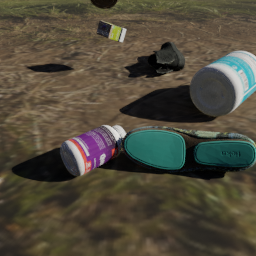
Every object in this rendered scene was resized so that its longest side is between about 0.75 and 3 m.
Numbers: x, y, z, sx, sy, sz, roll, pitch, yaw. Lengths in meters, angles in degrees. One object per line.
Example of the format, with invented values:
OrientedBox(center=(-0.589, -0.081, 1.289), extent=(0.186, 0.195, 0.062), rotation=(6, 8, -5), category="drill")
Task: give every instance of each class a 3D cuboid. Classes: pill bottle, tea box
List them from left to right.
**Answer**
OrientedBox(center=(-0.687, 0.421, 5.976), extent=(1.369, 0.770, 0.770), rotation=(-25, 39, -33), category="pill bottle")
OrientedBox(center=(-0.632, -3.636, 10.542), extent=(0.768, 0.522, 0.781), rotation=(-1, 27, -45), category="tea box")
OrientedBox(center=(3.082, -1.441, 8.392), extent=(1.457, 1.457, 2.631), rotation=(24, 38, 34), category="pill bottle")

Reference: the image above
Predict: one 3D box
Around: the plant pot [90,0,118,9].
OrientedBox(center=(-0.600, -3.593, 6.904), extent=(1.196, 1.196, 1.037), rotation=(-3, 66, -4), category="plant pot")

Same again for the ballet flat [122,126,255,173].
OrientedBox(center=(1.259, 0.458, 6.003), extent=(2.725, 1.012, 1.012), rotation=(7, 32, 8), category="ballet flat")

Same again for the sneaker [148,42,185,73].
OrientedBox(center=(1.408, -2.925, 11.470), extent=(1.370, 0.789, 2.627), rotation=(-3, 34, -14), category="sneaker")
